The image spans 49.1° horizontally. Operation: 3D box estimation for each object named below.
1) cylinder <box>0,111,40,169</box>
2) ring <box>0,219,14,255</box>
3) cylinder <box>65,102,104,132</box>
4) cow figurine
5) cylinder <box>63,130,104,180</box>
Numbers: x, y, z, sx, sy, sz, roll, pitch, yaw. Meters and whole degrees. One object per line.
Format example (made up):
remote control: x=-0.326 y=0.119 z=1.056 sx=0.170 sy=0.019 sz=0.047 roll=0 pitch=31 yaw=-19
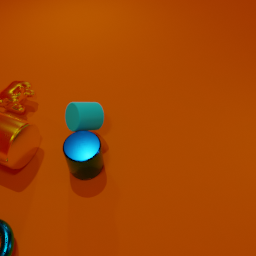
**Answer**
cylinder: x=-3.136 y=0.274 z=7.162 sx=1.237 sy=1.237 sz=1.237 roll=19 pitch=54 yaw=14
ring: x=-3.038 y=2.552 z=5.872 sx=1.345 sy=0.269 sz=1.345 roll=-7 pitch=52 yaw=9
cylinder: x=-1.140 y=-0.298 z=7.343 sx=0.756 sy=0.756 sz=0.756 roll=-4 pitch=46 yaw=-41
cow figurine: x=-3.667 y=-0.912 z=8.328 sx=1.398 sy=0.780 sz=1.420 roll=14 pitch=55 yaw=16
cylinder: x=-1.101 y=0.690 z=7.038 sx=0.925 sy=0.925 sz=0.925 roll=0 pitch=52 yaw=0
